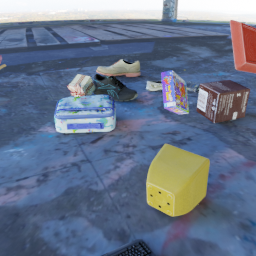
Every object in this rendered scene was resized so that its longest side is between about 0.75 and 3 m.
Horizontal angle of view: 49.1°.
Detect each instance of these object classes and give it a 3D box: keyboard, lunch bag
[{"bbox_3d":[-0.250,3.054,5.770,1.963,0.202,1.247,-16,32,-26],"label":"keyboard"},{"bbox_3d":[-1.768,-0.600,11.878,2.538,1.046,2.040,-2,31,-1],"label":"lunch bag"}]

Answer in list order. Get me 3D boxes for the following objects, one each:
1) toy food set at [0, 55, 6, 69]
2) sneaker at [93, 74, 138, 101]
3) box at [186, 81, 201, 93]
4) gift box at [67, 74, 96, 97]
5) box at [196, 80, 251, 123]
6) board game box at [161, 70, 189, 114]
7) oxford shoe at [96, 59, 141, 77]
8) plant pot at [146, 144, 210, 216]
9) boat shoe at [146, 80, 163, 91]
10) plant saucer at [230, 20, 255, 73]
[{"bbox_3d":[-4.054,-2.070,8.268,0.584,0.919,0.145,-39,1,-25],"label":"toy food set"},{"bbox_3d":[-0.753,-2.126,14.733,2.738,1.085,1.032,15,29,24],"label":"sneaker"},{"bbox_3d":[3.618,-2.373,16.025,0.895,0.289,1.135,12,29,24],"label":"box"},{"bbox_3d":[-2.454,-2.142,14.536,1.020,1.105,1.032,11,58,30],"label":"gift box"},{"bbox_3d":[4.248,-1.242,12.644,1.714,1.422,1.408,-10,29,-19],"label":"box"},{"bbox_3d":[1.267,-0.891,7.397,0.301,0.905,1.346,-7,-7,25],"label":"board game box"},{"bbox_3d":[-0.622,-3.977,18.244,2.893,1.068,1.024,0,28,1],"label":"oxford shoe"},{"bbox_3d":[1.218,1.506,7.543,1.376,1.385,1.417,19,38,32],"label":"plant pot"},{"bbox_3d":[1.860,-2.538,16.033,1.783,0.572,0.657,-12,30,-22],"label":"boat shoe"},{"bbox_3d":[2.245,-1.499,5.172,0.918,0.917,0.169,-2,-4,-38],"label":"plant saucer"}]
